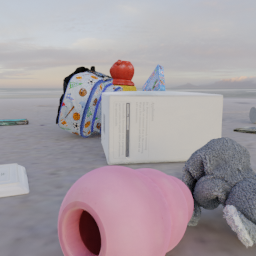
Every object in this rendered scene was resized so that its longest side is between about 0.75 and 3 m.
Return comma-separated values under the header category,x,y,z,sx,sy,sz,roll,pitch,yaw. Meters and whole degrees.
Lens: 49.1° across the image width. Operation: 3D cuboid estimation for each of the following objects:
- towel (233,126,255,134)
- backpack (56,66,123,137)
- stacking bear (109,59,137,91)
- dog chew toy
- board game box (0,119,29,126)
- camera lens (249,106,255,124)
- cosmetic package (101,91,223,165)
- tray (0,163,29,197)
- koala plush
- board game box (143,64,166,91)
category,x,y,z,sx,sy,sz,roll,pitch,yaw
towel,4.765,0.045,10.706,1.125,0.194,1.083,-9,12,-44
backpack,-1.333,-0.756,9.597,1.948,2.529,2.409,16,16,15
stacking bear,-0.320,-1.696,12.990,1.613,2.837,1.723,12,13,39
dog chew toy,0.124,0.818,2.694,0.978,0.978,1.570,6,3,38
board game box,-5.397,-0.268,12.906,1.446,0.204,0.978,-4,9,-27
camera lens,6.347,-0.617,13.059,1.059,0.847,0.847,-1,8,-5
cosmetic package,0.657,-0.156,7.203,2.561,1.575,2.553,0,8,-9
tray,-2.203,0.871,4.896,0.828,0.171,1.542,-4,9,-22
koala plush,1.211,0.769,3.048,1.048,1.086,1.181,-3,20,-16
board game box,1.014,-1.593,11.353,0.318,1.315,1.739,22,41,-17
